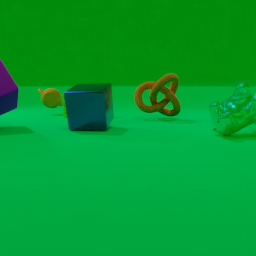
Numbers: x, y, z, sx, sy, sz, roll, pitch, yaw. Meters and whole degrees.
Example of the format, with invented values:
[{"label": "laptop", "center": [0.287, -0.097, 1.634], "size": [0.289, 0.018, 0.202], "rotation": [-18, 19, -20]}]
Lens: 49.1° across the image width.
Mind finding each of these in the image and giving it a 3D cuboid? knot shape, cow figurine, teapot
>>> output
[{"label": "knot shape", "center": [1.150, -0.957, 9.344], "size": [1.606, 1.503, 0.742], "rotation": [-30, 27, 16]}, {"label": "cow figurine", "center": [2.768, -0.303, 6.713], "size": [1.705, 1.678, 0.936], "rotation": [-32, 53, 0]}, {"label": "teapot", "center": [-2.907, -1.148, 10.855], "size": [1.240, 0.771, 0.607], "rotation": [31, 12, -15]}]

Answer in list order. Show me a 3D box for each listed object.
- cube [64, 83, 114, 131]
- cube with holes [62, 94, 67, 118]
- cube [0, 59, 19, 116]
[{"label": "cube", "center": [-0.988, -0.578, 7.412], "size": [1.017, 1.017, 1.017], "rotation": [0, 21, 9]}, {"label": "cube with holes", "center": [-1.764, -0.828, 10.082], "size": [0.821, 0.821, 0.821], "rotation": [4, 12, 27]}, {"label": "cube", "center": [-3.837, -1.037, 7.345], "size": [1.342, 1.342, 1.342], "rotation": [-31, -4, -29]}]
